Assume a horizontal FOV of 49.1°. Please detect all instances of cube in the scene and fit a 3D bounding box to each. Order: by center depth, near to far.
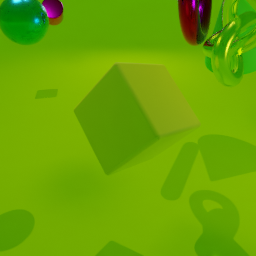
[{"bbox_3d":[0.104,-0.132,3.506,0.964,0.964,0.964,-13,69,-49],"label":"cube"}]

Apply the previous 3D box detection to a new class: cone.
[{"bbox_3d":[2.284,-2.279,5.939,1.657,1.663,1.657,-18,40,16],"label":"cone"}]

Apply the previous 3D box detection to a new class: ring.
[{"bbox_3d":[1.438,-2.719,5.850,0.388,1.940,1.940,6,29,24],"label":"ring"}]

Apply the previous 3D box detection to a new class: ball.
[{"bbox_3d":[-1.638,-1.693,4.411,0.756,0.756,0.756,0,29,0],"label":"ball"}]

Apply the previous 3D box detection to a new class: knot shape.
[{"bbox_3d":[1.666,-1.357,4.417,0.711,1.440,1.539,16,-10,1],"label":"knot shape"}]

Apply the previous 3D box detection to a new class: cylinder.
[{"bbox_3d":[-2.559,-3.953,9.521,0.714,0.714,0.714,-7,3,-12],"label":"cylinder"}]
